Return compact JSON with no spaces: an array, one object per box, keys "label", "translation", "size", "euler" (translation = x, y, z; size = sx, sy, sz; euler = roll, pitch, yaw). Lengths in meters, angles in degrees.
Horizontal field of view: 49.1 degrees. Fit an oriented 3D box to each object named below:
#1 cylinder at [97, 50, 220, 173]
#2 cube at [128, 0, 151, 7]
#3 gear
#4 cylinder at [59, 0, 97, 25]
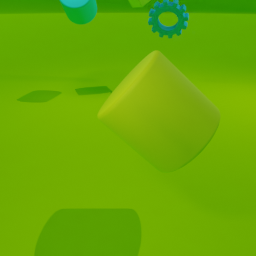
[{"label":"cylinder","translation":[0.435,-0.226,4.115],"size":[1.285,1.285,1.285],"euler":[41,22,-12]},{"label":"cube","translation":[0.487,-5.504,11.056],"size":[1.002,1.002,1.002],"euler":[-40,30,-4]},{"label":"gear","translation":[1.595,-4.310,11.103],"size":[1.559,1.559,0.288],"euler":[5,53,11]},{"label":"cylinder","translation":[-1.855,-4.739,10.479],"size":[1.252,1.252,1.252],"euler":[1,-6,1]}]
